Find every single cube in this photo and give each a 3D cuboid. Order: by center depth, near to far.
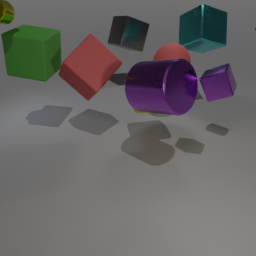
[{"bbox_3d":[2.430,-1.214,7.520,0.700,0.700,0.700,-13,21,35],"label":"cube"},{"bbox_3d":[-1.301,-1.997,9.470,1.400,1.400,1.400,-52,12,-18],"label":"cube"},{"bbox_3d":[-3.186,-2.566,9.500,1.400,1.400,1.400,10,33,6],"label":"cube"},{"bbox_3d":[3.086,-4.045,11.608,1.400,1.400,1.400,3,-1,-29],"label":"cube"},{"bbox_3d":[0.005,-4.779,14.233,1.400,1.400,1.400,6,14,-34],"label":"cube"}]

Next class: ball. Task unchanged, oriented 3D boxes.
[{"bbox_3d":[1.651,-2.484,10.580,1.400,1.400,1.400,0,29,0],"label":"ball"}]

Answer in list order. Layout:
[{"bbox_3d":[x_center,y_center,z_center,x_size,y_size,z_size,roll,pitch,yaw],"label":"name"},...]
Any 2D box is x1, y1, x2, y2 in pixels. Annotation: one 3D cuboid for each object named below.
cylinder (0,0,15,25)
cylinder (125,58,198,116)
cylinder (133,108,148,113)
[{"bbox_3d":[-3.816,-3.441,8.239,0.700,0.700,0.700,1,16,2],"label":"cylinder"},{"bbox_3d":[0.874,-1.079,7.410,1.400,1.400,1.400,-24,22,-37],"label":"cylinder"},{"bbox_3d":[0.945,-1.195,9.331,1.400,1.400,1.400,-2,28,-17],"label":"cylinder"}]
